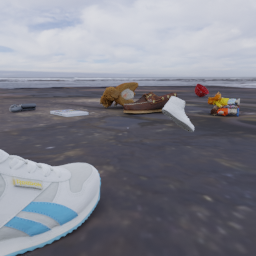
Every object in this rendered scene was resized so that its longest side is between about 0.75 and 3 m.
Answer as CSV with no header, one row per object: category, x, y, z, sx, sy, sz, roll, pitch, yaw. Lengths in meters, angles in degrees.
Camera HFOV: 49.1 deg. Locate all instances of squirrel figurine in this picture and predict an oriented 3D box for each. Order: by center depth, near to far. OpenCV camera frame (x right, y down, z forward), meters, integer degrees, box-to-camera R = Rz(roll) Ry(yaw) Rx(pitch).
squirrel figurine,-0.531,-1.649,14.433,1.869,1.323,1.745,0,3,-18

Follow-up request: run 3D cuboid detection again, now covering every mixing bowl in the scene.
mixing bowl,6.042,-3.037,23.365,1.244,0.673,1.244,22,38,-18

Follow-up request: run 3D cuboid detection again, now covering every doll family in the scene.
doll family,4.003,-1.063,11.799,1.288,0.935,2.075,4,11,21

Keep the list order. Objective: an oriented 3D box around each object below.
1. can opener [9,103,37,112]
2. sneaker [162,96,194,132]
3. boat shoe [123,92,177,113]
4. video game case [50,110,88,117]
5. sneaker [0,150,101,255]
can opener,-4.781,-0.875,12.856,1.293,0.345,0.432,-10,46,-46
sneaker,1.116,-0.305,5.698,0.806,0.466,0.297,38,-20,-14
boat shoe,1.005,-1.126,12.266,2.656,0.934,0.935,-7,13,-27
video game case,-2.459,-0.626,11.668,1.020,0.128,1.424,-9,13,-39
sneaker,-1.076,0.575,2.527,0.829,0.876,2.168,6,11,39
